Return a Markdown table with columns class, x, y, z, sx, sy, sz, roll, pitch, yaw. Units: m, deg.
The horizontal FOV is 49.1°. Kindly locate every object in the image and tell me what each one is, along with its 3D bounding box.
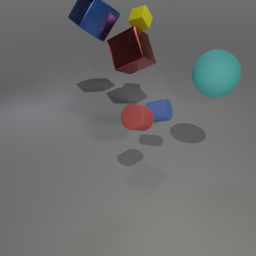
| class | x | y | z | sx | sy | sz | roll | pitch | yaw |
| --- | --- | --- | --- | --- | --- | --- | --- | --- | --- |
| ball | 2.629 | -1.617 | 8.384 | 1.400 | 1.400 | 1.400 | 0 | 30 | 0 |
| cube | 0.168 | -3.277 | 12.054 | 1.400 | 1.400 | 1.400 | -19 | -6 | 27 |
| cylinder | 0.267 | -0.279 | 7.733 | 0.700 | 0.700 | 0.700 | 18 | 6 | 28 |
| cube | 0.534 | -4.663 | 11.969 | 0.700 | 0.700 | 0.700 | -1 | 63 | 33 |
| cube | -1.477 | -4.831 | 12.071 | 1.400 | 1.400 | 1.400 | 22 | 19 | -41 |
| cylinder | 1.008 | -0.552 | 9.121 | 0.700 | 0.700 | 0.700 | -8 | 24 | 28 |
